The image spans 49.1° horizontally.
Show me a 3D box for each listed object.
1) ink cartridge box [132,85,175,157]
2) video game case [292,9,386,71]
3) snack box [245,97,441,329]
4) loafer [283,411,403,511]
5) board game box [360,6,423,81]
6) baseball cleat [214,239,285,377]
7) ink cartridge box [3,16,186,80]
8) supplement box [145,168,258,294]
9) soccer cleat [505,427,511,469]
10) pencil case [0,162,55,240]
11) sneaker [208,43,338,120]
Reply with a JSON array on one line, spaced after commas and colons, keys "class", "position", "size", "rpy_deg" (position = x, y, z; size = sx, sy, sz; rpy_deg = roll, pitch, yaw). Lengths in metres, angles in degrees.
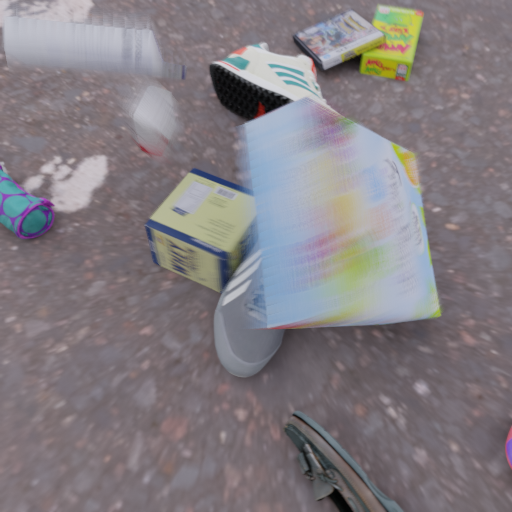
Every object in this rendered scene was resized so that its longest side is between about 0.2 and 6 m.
[{"class": "ink cartridge box", "position": [-1.414, -1.876, 7.848], "size": [0.337, 0.814, 0.597], "rpy_deg": [19, 70, 4]}, {"class": "video game case", "position": [1.651, -4.437, 11.428], "size": [1.410, 0.199, 1.561], "rpy_deg": [-24, 46, -1]}, {"class": "snack box", "position": [1.141, -0.333, 6.664], "size": [0.921, 2.721, 2.294], "rpy_deg": [-14, 78, 36]}, {"class": "loafer", "position": [0.949, 2.597, 6.121], "size": [0.633, 0.723, 2.013], "rpy_deg": [-39, 64, -19]}, {"class": "board game box", "position": [2.827, -4.435, 11.609], "size": [0.973, 0.456, 1.915], "rpy_deg": [14, 54, 10]}, {"class": "baseball cleat", "position": [0.230, 0.158, 7.431], "size": [0.985, 1.503, 2.824], "rpy_deg": [23, 56, -6]}, {"class": "ink cartridge box", "position": [-1.966, -2.631, 7.173], "size": [2.166, 0.425, 1.077], "rpy_deg": [4, 8, -10]}, {"class": "supplement box", "position": [-0.690, -0.378, 8.241], "size": [1.316, 0.884, 1.315], "rpy_deg": [23, 56, 16]}, {"class": "soccer cleat", "position": [4.187, 1.718, 6.502], "size": [2.908, 1.112, 0.970], "rpy_deg": [-19, 55, -15]}, {"class": "pencil case", "position": [-3.888, -0.917, 8.781], "size": [1.607, 0.684, 0.743], "rpy_deg": [36, 83, 23]}, {"class": "sneaker", "position": [0.778, -2.878, 9.938], "size": [3.425, 1.206, 1.601], "rpy_deg": [37, 66, 28]}]
